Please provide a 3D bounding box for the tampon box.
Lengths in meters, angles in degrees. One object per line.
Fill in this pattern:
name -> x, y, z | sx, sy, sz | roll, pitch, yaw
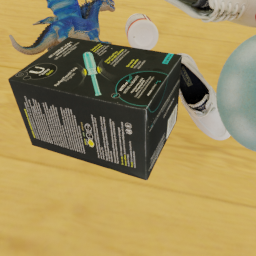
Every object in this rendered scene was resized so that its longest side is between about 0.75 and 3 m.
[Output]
tampon box -> -0.362, -0.369, 4.018 | 1.895, 1.196, 1.420 | 15, 43, 20

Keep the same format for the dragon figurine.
dragon figurine -> -1.182, -1.914, 5.154 | 2.696, 0.793, 1.340 | -23, 82, -43

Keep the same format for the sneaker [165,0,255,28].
sneaker -> 1.650, -2.380, 5.248 | 2.799, 1.022, 0.991 | 17, 65, -5

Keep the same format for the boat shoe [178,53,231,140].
boat shoe -> 1.387, -0.506, 5.485 | 2.025, 0.745, 0.662 | 50, 25, -10

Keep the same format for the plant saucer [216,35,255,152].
plant saucer -> 2.243, -0.498, 4.012 | 1.873, 1.873, 0.361 | -3, 7, -2

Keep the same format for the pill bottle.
pill bottle -> 0.314, -2.512, 7.223 | 0.755, 0.755, 1.377 | -3, 31, -3
